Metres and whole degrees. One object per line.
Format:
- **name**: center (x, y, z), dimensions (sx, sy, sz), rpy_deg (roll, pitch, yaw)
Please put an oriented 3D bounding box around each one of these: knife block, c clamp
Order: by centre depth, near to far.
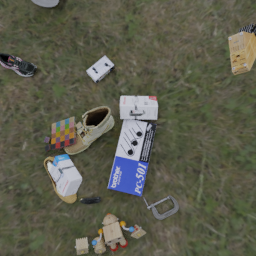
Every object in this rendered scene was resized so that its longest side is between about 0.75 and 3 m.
- **knife block**: center (3.871, -2.519, 8.970), dimensions (1.441, 0.525, 1.641), rpy_deg (-3, 86, -37)
- **c clamp**: center (1.349, 3.039, 11.070), dimensions (1.214, 0.164, 1.037), rpy_deg (-20, 79, -4)

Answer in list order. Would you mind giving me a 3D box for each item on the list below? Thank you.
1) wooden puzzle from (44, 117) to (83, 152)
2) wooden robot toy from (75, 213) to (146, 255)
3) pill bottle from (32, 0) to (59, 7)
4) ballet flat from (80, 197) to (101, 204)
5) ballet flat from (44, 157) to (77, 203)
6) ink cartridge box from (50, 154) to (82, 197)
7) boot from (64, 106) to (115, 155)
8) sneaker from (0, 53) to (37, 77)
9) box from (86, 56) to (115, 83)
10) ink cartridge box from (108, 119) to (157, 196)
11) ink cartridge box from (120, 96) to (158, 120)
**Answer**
- **wooden puzzle**: center (-2.611, 0.231, 11.294), dimensions (1.942, 0.136, 1.152), rpy_deg (-16, 65, 24)
- **wooden robot toy**: center (-0.708, 3.915, 10.674), dimensions (2.642, 1.164, 1.199), rpy_deg (-18, 44, -3)
- **pill bottle**: center (-3.582, -7.002, 12.309), dimensions (1.661, 1.661, 2.960), rpy_deg (1, 78, 0)
- **ballet flat**: center (-1.488, 2.869, 11.115), dimensions (0.825, 0.234, 0.274), rpy_deg (-2, 121, 1)
- **ballet flat**: center (-2.738, 2.068, 11.014), dimensions (0.713, 0.654, 2.076), rpy_deg (-33, 81, -6)
- **ink cartridge box**: center (-1.934, 1.457, 8.664), dimensions (0.449, 0.766, 1.046), rpy_deg (-6, 45, -42)
- **boot**: center (-1.594, 0.095, 10.806), dimensions (2.361, 1.826, 0.851), rpy_deg (-35, 81, -7)
- **sneaker**: center (-4.788, -2.721, 11.934), dimensions (1.696, 0.732, 0.681), rpy_deg (15, 80, 2)
- **box**: center (-1.184, -2.530, 12.100), dimensions (1.084, 0.326, 0.632), rpy_deg (-43, 82, -8)
- **ink cartridge box**: center (0.194, 1.135, 11.207), dimensions (1.356, 0.638, 2.886), rpy_deg (13, 79, 4)
- **ink cartridge box**: center (0.423, -0.835, 11.337), dimensions (1.484, 1.089, 0.615), rpy_deg (1, 118, 1)
